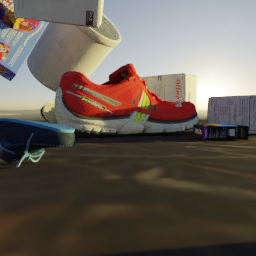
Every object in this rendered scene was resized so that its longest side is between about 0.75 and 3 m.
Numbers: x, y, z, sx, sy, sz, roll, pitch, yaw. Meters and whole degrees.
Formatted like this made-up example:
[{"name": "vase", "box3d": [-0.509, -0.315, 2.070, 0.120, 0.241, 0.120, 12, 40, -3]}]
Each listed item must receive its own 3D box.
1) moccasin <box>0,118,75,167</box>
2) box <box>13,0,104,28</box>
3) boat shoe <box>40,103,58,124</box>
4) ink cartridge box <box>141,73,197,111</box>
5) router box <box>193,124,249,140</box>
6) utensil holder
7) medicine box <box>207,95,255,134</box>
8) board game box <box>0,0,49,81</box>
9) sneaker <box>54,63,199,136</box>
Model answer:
[{"name": "moccasin", "box3d": [-0.715, 0.094, 1.836, 0.859, 0.293, 0.346, 3, -4, 28]}, {"name": "box", "box3d": [-1.527, -3.493, 6.543, 1.978, 1.967, 1.293, 5, 22, -6]}, {"name": "boat shoe", "box3d": [-2.423, -0.425, 9.582, 0.685, 0.772, 2.067, 0, 0, 21]}, {"name": "ink cartridge box", "box3d": [1.338, -1.073, 11.135, 2.639, 1.933, 1.092, 3, 5, 38]}, {"name": "router box", "box3d": [1.304, 0.048, 4.047, 0.590, 0.202, 0.791, 0, 2, 2]}, {"name": "utensil holder", "box3d": [-2.032, -2.952, 10.249, 2.805, 2.384, 2.384, -44, -22, 29]}, {"name": "medicine box", "box3d": [2.413, -0.263, 5.576, 1.379, 0.710, 1.257, 2, 3, 30]}, {"name": "board game box", "box3d": [-3.170, -2.624, 7.335, 1.570, 2.336, 0.523, 35, -32, -27]}, {"name": "sneaker", "box3d": [0.173, -0.497, 4.886, 2.886, 1.225, 1.111, -1, 2, -35]}]
